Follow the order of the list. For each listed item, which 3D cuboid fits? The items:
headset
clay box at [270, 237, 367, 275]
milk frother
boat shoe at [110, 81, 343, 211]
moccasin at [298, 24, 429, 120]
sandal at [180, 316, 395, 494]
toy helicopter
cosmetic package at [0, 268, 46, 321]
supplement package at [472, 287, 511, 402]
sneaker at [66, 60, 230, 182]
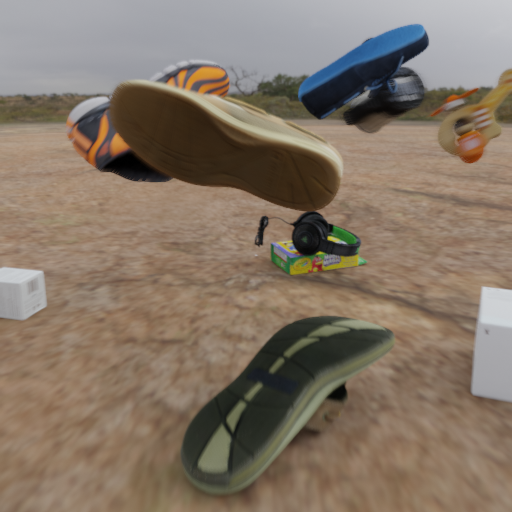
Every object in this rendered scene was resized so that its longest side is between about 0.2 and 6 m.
[{"bbox_3d":[0.889,-0.289,9.633,1.768,0.831,1.092,17,20,2],"label":"headset"},{"bbox_3d":[1.130,-0.041,10.046,1.547,0.368,0.889,-8,21,-21],"label":"clay box"},{"bbox_3d":[2.569,-3.664,12.150,1.421,1.574,1.481,-4,-8,-24],"label":"milk frother"},{"bbox_3d":[-0.325,-1.304,6.431,2.715,0.967,0.876,23,33,2],"label":"boat shoe"},{"bbox_3d":[2.077,-3.460,10.664,2.602,0.887,1.047,-18,36,33],"label":"moccasin"},{"bbox_3d":[0.343,1.327,5.288,2.530,0.722,1.005,-33,33,-33],"label":"sandal"},{"bbox_3d":[3.424,-2.262,8.624,1.023,1.546,0.610,45,13,16],"label":"toy helicopter"},{"bbox_3d":[-3.438,0.525,7.922,0.673,0.560,0.563,5,18,14],"label":"cosmetic package"},{"bbox_3d":[2.831,0.952,6.064,0.848,0.842,1.117,7,19,21],"label":"supplement package"},{"bbox_3d":[-1.304,-1.913,8.434,2.730,1.059,1.529,-31,59,-19],"label":"sneaker"}]
